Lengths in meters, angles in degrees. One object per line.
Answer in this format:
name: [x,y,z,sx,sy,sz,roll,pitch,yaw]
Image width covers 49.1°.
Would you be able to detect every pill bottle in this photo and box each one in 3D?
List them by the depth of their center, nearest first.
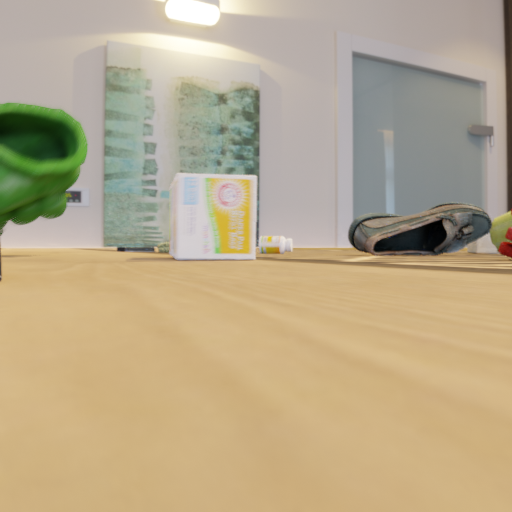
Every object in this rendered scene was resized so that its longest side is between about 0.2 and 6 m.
pill bottle: [0.405,-0.220,11.528,0.659,0.366,0.366,1,1,11]

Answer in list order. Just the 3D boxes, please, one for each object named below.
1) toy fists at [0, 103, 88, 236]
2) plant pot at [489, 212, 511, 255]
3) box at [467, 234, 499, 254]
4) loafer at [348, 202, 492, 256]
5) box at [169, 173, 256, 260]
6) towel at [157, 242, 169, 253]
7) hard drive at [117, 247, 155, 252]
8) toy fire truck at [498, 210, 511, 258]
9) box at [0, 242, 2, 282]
toy fists: [-4.569,-1.018,8.022,4.288,1.475,2.186,-15,-10,-46]
plant pot: [4.741,-0.446,9.839,1.094,1.094,1.006,-1,-10,-35]
box: [4.841,-0.328,11.710,0.672,0.575,0.668,2,1,4]
loafer: [2.863,-0.318,9.429,2.550,0.916,0.802,-6,24,-10]
box: [-0.612,-0.466,7.156,0.923,1.024,1.821,0,2,-11]
towel: [-1.547,-0.222,13.719,1.619,0.295,1.201,1,2,43]
hard drive: [-3.167,-0.164,14.754,0.834,0.137,0.582,-1,1,-34]
toy fire truck: [3.339,-0.179,6.326,1.056,0.592,0.887,-2,21,-44]
box: [-1.674,-0.201,2.047,0.786,0.682,1.189,0,1,20]
